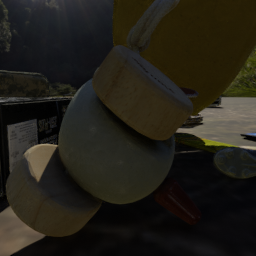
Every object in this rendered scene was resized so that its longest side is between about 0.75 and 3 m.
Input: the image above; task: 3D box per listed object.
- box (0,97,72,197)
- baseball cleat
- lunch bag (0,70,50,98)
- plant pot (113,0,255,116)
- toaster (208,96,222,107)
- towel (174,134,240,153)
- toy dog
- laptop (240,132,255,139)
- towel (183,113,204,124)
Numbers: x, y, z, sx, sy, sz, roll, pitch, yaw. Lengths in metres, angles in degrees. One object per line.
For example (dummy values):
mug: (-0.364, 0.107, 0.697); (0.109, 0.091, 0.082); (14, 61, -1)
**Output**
box: (-1.822, 0.071, 3.602); (1.714, 0.901, 2.092); (1, 8, 7)
baseball cleat: (1.424, 0.419, 3.414); (1.037, 0.362, 0.552); (8, 0, -14)
lunch bag: (-3.620, -0.855, 8.069); (1.871, 1.555, 2.231); (7, 10, 30)
plant pot: (1.110, -1.760, 5.326); (2.477, 2.534, 2.460); (24, 34, 13)
toaster: (5.298, -1.780, 17.811); (1.537, 0.873, 0.993); (-1, 11, 3)
towel: (1.393, 0.256, 5.239); (0.583, 0.122, 1.354); (-4, 9, -23)
toy dog: (0.098, -0.042, 2.754); (1.772, 1.294, 2.686); (-40, 15, 37)
laptop: (4.234, -0.536, 5.331); (1.549, 2.999, 2.658); (37, -8, -21)
towel: (1.298, -0.523, 9.025); (2.024, 0.349, 1.341); (17, 13, 34)
